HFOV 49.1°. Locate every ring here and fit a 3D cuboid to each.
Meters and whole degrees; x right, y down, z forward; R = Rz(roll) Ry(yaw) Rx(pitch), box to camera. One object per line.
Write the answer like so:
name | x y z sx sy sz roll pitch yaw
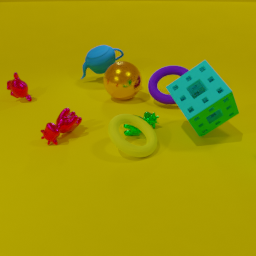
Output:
ring | 0.124 0.159 6.787 1.286 0.257 1.286 18 42 -16
ring | 1.468 -1.465 9.419 1.599 0.320 1.599 -6 58 9

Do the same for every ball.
ball | -0.181 -1.636 9.712 1.339 1.339 1.339 0 27 0

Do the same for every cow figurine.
cow figurine | -1.750 -0.016 7.365 0.581 1.042 1.059 40 -2 8
cow figurine | 0.381 -0.116 7.681 0.913 0.509 0.928 3 32 10

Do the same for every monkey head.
monkey head | -3.720 -1.436 9.687 0.672 1.115 0.802 -6 35 23

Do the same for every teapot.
teapot | -1.133 -2.707 11.539 2.072 1.015 1.288 -27 40 -4

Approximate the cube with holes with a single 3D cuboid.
cube with holes | 1.905 -0.710 7.150 1.169 1.169 1.169 -34 55 11
